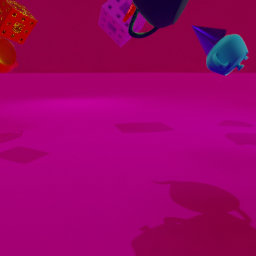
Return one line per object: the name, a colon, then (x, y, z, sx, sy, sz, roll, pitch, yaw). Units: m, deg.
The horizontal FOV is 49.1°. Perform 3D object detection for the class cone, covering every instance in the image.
cone: (2.736, -3.380, 10.094, 1.109, 1.105, 1.105, 32, 10, -8)

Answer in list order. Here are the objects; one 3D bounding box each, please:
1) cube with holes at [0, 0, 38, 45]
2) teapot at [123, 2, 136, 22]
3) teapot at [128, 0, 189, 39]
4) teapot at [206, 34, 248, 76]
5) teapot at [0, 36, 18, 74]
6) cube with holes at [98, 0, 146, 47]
cube with holes: (-2.877, -2.684, 6.926, 0.740, 0.740, 0.740, 49, 19, 24)
teapot: (0.411, -2.569, 5.028, 1.590, 0.989, 0.779, -42, 12, 44)
teapot: (0.486, -2.036, 3.848, 0.846, 1.728, 1.074, 29, 20, 4)
teapot: (2.945, -2.039, 8.091, 0.948, 1.204, 1.936, 47, 43, 14)
teapot: (-3.891, -2.131, 8.111, 0.868, 1.102, 1.773, -4, -12, 25)
cube with holes: (-0.163, -3.860, 9.829, 1.180, 1.180, 1.180, -45, 2, -15)
